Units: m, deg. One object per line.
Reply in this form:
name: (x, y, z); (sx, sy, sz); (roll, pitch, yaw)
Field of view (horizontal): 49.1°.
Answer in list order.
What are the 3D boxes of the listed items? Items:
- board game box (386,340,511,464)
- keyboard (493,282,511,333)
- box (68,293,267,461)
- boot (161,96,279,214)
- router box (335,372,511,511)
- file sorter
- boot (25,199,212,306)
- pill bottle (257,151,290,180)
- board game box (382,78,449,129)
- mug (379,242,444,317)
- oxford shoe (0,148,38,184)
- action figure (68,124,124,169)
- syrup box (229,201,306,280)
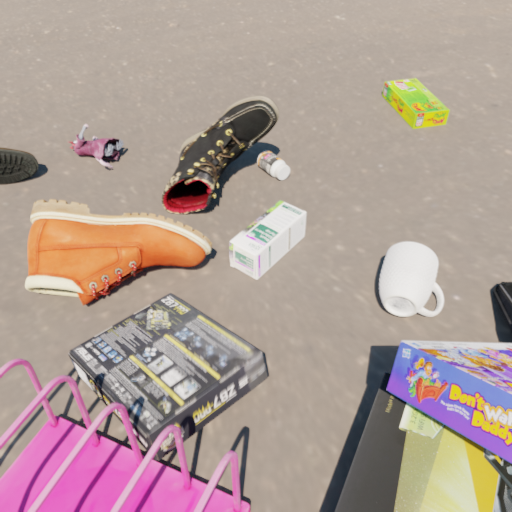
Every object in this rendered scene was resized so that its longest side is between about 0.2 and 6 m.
board game box: (3.264, 1.676, 6.629); (2.881, 0.645, 1.937); (8, 10, -38)
keyboard: (5.853, 1.210, 8.301); (4.038, 0.518, 2.425); (6, 19, 7)
box: (-1.293, 1.531, 7.904); (1.874, 0.571, 2.325); (-33, 37, -29)
boot: (-0.765, -1.972, 11.177); (2.619, 0.958, 1.972); (-20, 37, 33)
router box: (2.213, 3.266, 6.075); (2.779, 0.923, 3.534); (17, 44, 18)
file sorter: (-1.855, 2.689, 6.024); (3.001, 1.882, 2.086); (17, 46, 18)
boot: (-2.342, 0.104, 9.533); (3.097, 1.162, 1.661); (6, 70, -2)
pill bottle: (0.385, -1.963, 12.187); (0.421, 0.421, 0.723); (-27, 48, -26)
board game box: (4.040, -3.911, 14.303); (0.916, 0.430, 1.804); (-10, 43, -11)
mug: (2.598, 0.521, 9.249); (1.195, 0.882, 1.048); (34, 52, -9)
oxford shoe: (-5.805, -2.107, 12.028); (2.365, 0.859, 0.998); (1, 41, 2)
action figure: (-3.675, -2.395, 12.662); (1.289, 0.863, 0.960); (3, 82, 17)
syrup box: (0.229, -0.309, 10.227); (0.610, 0.631, 1.550); (27, 48, 28)
